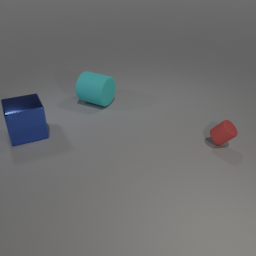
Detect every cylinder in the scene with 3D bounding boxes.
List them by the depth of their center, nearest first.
[{"bbox_3d":[3.477,0.165,10.194,0.700,0.700,0.700,22,47,-26],"label":"cylinder"},{"bbox_3d":[-1.515,-1.863,13.287,1.400,1.400,1.400,16,35,21],"label":"cylinder"}]

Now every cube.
[{"bbox_3d":[-4.027,-0.357,10.952,1.400,1.400,1.400,-14,34,-22],"label":"cube"}]
